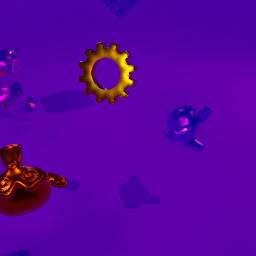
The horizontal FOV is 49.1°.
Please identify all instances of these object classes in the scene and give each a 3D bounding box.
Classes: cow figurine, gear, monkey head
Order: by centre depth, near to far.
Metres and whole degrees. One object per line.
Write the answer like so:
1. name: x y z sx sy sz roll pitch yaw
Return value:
1. monkey head: -1.564 0.764 4.038 1.296 0.781 0.932 -16 60 -18
2. gear: -0.399 -1.058 5.455 1.163 1.163 0.215 12 17 16
3. cow figurine: -2.251 -0.699 5.469 1.565 1.591 0.873 -38 42 16
4. monkey head: 1.215 -0.006 5.616 0.909 1.264 0.762 33 70 -17

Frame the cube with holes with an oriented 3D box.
1. cube with holes: -0.297 -4.307 8.164 1.223 1.223 1.223 -34 56 22
